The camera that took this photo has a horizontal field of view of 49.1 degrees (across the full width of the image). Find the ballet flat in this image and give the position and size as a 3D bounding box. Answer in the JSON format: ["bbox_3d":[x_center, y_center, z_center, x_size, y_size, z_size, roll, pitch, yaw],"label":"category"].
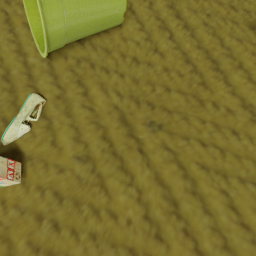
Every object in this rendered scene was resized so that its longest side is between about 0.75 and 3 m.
[{"bbox_3d":[-2.974,-0.230,8.115,0.557,0.602,1.786,25,70,-1],"label":"ballet flat"}]

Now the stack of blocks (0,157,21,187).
[{"bbox_3d":[-3.874,1.223,7.183,1.873,1.078,0.548,-13,67,14],"label":"stack of blocks"}]

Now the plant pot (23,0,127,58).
[{"bbox_3d":[-1.641,-3.930,8.686,2.775,2.922,2.922,-18,68,-21],"label":"plant pot"}]
